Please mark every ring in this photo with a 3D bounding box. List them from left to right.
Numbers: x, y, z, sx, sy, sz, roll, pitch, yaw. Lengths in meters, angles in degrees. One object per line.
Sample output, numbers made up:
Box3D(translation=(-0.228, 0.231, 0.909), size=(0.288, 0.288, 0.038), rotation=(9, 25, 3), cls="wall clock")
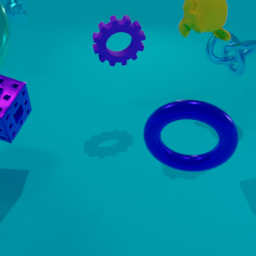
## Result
Box3D(translation=(0.808, 0.142, 3.710), size=(1.231, 1.231, 0.246), rotation=(8, 44, 10), cls="ring")

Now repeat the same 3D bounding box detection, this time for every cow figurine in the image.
Box3D(translation=(-3.570, -3.952, 8.514), size=(0.856, 1.560, 1.535), rotation=(-21, 23, 3), cls="cow figurine")

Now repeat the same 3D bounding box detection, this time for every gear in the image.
Box3D(translation=(-0.242, -2.310, 7.538), size=(1.412, 1.412, 0.261), rotation=(-8, 51, -10), cls="gear")

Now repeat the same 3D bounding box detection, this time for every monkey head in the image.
Box3D(translation=(1.804, -2.719, 6.790), size=(0.997, 1.190, 1.654), rotation=(-16, 81, -13), cls="monkey head")

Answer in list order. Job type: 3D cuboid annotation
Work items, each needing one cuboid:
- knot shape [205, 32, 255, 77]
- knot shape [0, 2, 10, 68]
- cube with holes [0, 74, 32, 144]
Box3D(translation=(3.121, -2.142, 8.355), size=(1.492, 1.396, 0.689), rotation=(13, 60, 32), cls="knot shape")
Box3D(translation=(-2.494, -1.350, 4.110), size=(1.830, 0.904, 1.956), rotation=(8, 52, 20), cls="knot shape")
Box3D(translation=(-2.909, -0.472, 6.225), size=(1.025, 1.025, 1.025), rotation=(18, 57, 1), cls="cube with holes")
